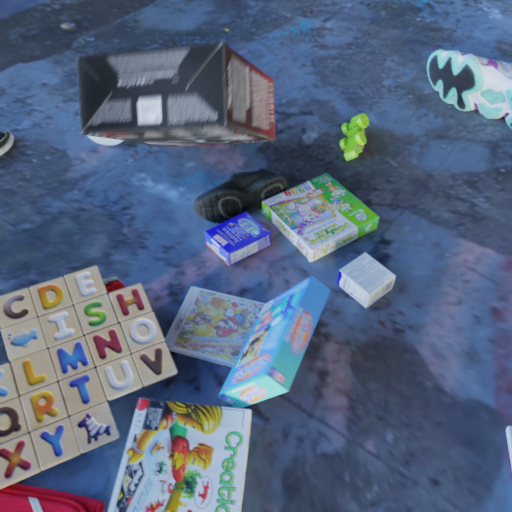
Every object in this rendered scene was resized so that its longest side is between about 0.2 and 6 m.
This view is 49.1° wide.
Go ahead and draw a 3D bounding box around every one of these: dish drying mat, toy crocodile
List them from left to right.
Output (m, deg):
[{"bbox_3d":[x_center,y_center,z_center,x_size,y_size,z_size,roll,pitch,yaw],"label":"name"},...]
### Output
[{"bbox_3d":[-3.822,3.544,7.335,3.386,0.308,1.301,7,49,6],"label":"dish drying mat"},{"bbox_3d":[2.341,-2.793,13.140,0.552,0.505,1.635,-24,37,35],"label":"toy crocodile"}]

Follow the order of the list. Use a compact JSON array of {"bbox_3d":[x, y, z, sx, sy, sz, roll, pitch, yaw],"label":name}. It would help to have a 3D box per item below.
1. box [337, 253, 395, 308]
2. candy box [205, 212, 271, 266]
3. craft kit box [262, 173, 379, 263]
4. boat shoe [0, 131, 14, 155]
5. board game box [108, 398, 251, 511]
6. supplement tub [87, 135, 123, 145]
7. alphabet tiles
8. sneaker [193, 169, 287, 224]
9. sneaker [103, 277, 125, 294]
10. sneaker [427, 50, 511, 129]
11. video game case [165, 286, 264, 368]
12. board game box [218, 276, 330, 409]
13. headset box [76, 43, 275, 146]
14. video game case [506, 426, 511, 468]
[{"bbox_3d":[1.984,0.434,10.164,0.703,0.401,0.764,-31,55,-25],"label":"box"},{"bbox_3d":[-0.354,-0.340,10.862,1.004,0.387,0.848,-26,47,-24],"label":"candy box"},{"bbox_3d":[1.276,-0.826,11.366,1.720,0.417,1.699,-27,55,-22],"label":"craft kit box"},{"bbox_3d":[-6.180,-2.503,12.839,0.532,0.479,1.505,19,50,16],"label":"boat shoe"},{"bbox_3d":[-1.041,3.271,7.474,1.693,0.464,2.683,5,47,3],"label":"board game box"},{"bbox_3d":[-3.488,-3.582,13.334,1.227,1.227,1.749,-4,48,-3],"label":"supplement tub"},{"bbox_3d":[-3.048,1.640,8.406,3.359,0.127,2.807,-19,64,-19],"label":"alphabet tiles"},{"bbox_3d":[-0.412,-1.286,11.646,2.055,0.780,0.933,-18,40,-25],"label":"sneaker"},{"bbox_3d":[-2.738,1.336,9.198,0.931,0.844,2.193,27,59,8],"label":"sneaker"},{"bbox_3d":[6.251,-4.496,14.255,3.427,1.332,2.397,38,55,18],"label":"sneaker"},{"bbox_3d":[-0.671,1.204,9.609,1.476,0.169,1.343,13,49,11],"label":"video game case"},{"bbox_3d":[0.282,1.332,8.575,0.425,1.436,1.889,39,52,-12],"label":"board game box"},{"bbox_3d":[-1.323,-3.059,11.364,2.822,1.465,3.792,1,8,17],"label":"headset box"},{"bbox_3d":[4.231,3.104,7.862,1.205,0.152,1.324,7,46,6],"label":"video game case"}]
